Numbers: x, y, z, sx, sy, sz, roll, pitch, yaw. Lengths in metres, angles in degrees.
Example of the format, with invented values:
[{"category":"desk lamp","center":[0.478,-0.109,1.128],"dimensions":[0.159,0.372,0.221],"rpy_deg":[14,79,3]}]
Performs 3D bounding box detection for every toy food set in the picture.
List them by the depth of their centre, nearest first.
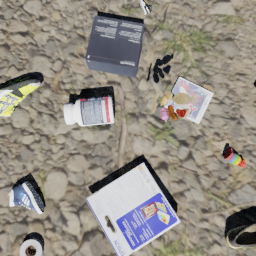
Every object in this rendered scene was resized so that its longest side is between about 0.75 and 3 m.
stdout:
[{"category":"toy food set","center":[1.402,-0.643,8.735],"dimensions":[0.246,1.564,0.994],"rpy_deg":[9,99,-40]}]

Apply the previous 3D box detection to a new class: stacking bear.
[{"category":"stacking bear","center":[4.327,1.264,11.200],"dimensions":[0.851,0.517,0.484],"rpy_deg":[32,121,-4]}]

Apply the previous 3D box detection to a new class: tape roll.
[{"category":"tape roll","center":[-3.657,4.664,10.669],"dimensions":[0.847,0.280,0.847],"rpy_deg":[0,79,0]}]

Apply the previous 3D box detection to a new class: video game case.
[{"category":"video game case","center":[2.562,-1.178,11.767],"dimensions":[1.612,0.185,1.469],"rpy_deg":[27,81,5]}]

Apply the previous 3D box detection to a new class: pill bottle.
[{"category":"pill bottle","center":[-1.533,-0.655,11.192],"dimensions":[1.896,1.134,1.134],"rpy_deg":[-6,80,-1]}]

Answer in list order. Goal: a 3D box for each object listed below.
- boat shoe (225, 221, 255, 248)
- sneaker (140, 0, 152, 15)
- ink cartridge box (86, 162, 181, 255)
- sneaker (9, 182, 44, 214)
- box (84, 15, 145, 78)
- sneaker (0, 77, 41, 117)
[{"category":"boat shoe","center":[5.036,3.916,10.508],"dimensions":[2.634,0.854,0.964],"rpy_deg":[-22,81,-4]},{"category":"sneaker","center":[0.827,-5.475,12.511],"dimensions":[0.443,0.289,0.792],"rpy_deg":[-18,88,-7]},{"category":"ink cartridge box","center":[0.180,3.106,10.697],"dimensions":[2.647,0.622,2.616],"rpy_deg":[-31,76,-4]},{"category":"sneaker","center":[-4.024,2.902,10.894],"dimensions":[1.045,0.575,1.428],"rpy_deg":[-33,87,5]},{"category":"box","center":[-0.520,-3.352,11.674],"dimensions":[2.153,1.121,1.961],"rpy_deg":[11,80,2]},{"category":"sneaker","center":[-4.916,-1.163,11.470],"dimensions":[2.984,1.125,1.140],"rpy_deg":[-28,116,-11]}]
